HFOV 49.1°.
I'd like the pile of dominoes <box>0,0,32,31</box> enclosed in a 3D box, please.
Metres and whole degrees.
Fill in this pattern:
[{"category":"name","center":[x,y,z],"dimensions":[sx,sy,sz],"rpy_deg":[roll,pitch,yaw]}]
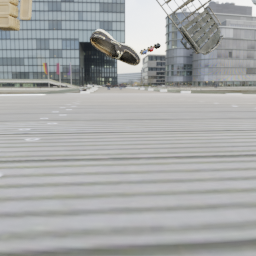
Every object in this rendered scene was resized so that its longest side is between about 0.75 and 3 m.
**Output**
[{"category":"pile of dominoes","center":[-2.693,-3.258,6.099],"dimensions":[1.672,2.145,0.341],"rpy_deg":[7,7,18]}]

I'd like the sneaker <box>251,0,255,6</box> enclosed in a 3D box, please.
[{"category":"sneaker","center":[3.249,-3.110,6.834],"dimensions":[0.335,0.890,0.394],"rpy_deg":[-23,-31,-8]}]

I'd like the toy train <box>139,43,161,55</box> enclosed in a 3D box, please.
[{"category":"toy train","center":[0.883,-3.078,10.968],"dimensions":[1.075,0.183,0.246],"rpy_deg":[-30,61,-27]}]

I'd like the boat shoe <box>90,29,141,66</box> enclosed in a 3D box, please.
[{"category":"boat shoe","center":[-0.528,-3.197,11.490],"dimensions":[2.272,0.839,0.685],"rpy_deg":[35,43,-7]}]

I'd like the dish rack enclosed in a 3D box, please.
[{"category":"dish rack","center":[1.044,-2.617,5.176],"dimensions":[0.691,2.532,1.942],"rpy_deg":[-30,12,44]}]
